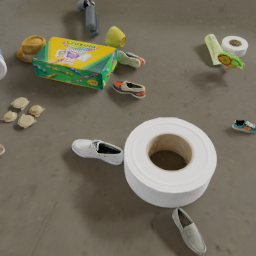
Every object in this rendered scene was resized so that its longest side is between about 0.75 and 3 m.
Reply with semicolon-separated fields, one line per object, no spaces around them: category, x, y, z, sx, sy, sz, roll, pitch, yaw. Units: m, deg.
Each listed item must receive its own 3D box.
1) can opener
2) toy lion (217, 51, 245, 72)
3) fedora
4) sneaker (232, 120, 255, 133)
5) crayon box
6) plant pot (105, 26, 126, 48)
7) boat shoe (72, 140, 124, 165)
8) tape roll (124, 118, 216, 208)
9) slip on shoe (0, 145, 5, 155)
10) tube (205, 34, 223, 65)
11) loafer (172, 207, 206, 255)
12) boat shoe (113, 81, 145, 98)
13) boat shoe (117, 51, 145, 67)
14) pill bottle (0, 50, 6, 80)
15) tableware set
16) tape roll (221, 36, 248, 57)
can opener;-1.920;-5.309;13.316;0.969;0.773;2.899;-17;50;12
toy lion;3.900;-2.579;10.747;0.313;0.873;0.911;-52;33;-14
fedora;-3.890;-3.382;11.668;1.572;0.641;1.572;0;52;0
sneaker;3.863;-0.077;9.116;0.835;0.334;0.298;9;51;7
crayon box;-1.992;-2.539;10.814;2.818;0.821;1.674;13;50;12
plant pot;-0.452;-3.758;11.853;0.622;0.876;0.876;29;56;19
boat shoe;-0.907;0.595;8.413;1.679;0.549;0.618;11;51;9
tape roll;1.144;0.895;7.947;2.541;0.889;2.541;0;50;1
slip on shoe;-4.201;0.806;8.408;0.950;0.288;0.361;-28;56;-22
tube;3.662;-3.262;11.766;0.440;0.492;1.696;22;43;-35
loafer;1.495;2.514;6.896;0.420;0.419;1.201;-24;54;-19
boat shoe;0.029;-1.494;10.218;1.353;0.423;0.482;23;56;24
boat shoe;0.057;-2.803;11.302;1.360;0.484;0.425;27;41;28
pill bottle;-5.543;-2.835;10.833;1.227;1.227;2.209;-21;54;-16
tableware set;-3.598;-0.530;9.619;1.349;0.156;1.127;20;53;16
tape roll;4.515;-3.463;11.915;1.068;0.374;1.068;0;50;0
